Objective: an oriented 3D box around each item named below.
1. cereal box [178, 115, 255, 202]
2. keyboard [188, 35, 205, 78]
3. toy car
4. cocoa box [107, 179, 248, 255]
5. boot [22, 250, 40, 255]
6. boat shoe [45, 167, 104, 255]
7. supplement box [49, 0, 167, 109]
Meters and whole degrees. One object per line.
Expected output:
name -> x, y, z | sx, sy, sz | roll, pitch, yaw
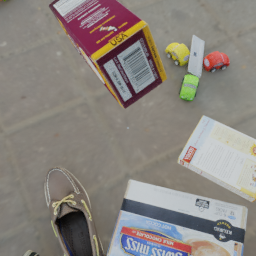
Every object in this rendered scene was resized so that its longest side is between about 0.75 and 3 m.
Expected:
cereal box -> 1.755, 0.505, 5.002 | 1.433, 0.283, 1.031 | 28, 68, 19
keyboard -> 1.998, -2.114, 8.164 | 0.437, 0.083, 1.553 | 23, 57, -13
toy car -> 1.868, -1.612, 7.918 | 1.917, 0.428, 1.804 | 15, 68, 7
cocoa box -> 0.965, 2.123, 5.446 | 2.237, 1.492, 1.468 | 10, 65, 17
boot -> -1.537, 3.641, 5.341 | 1.691, 0.808, 2.238 | 10, 72, 2
boat shoe -> -1.237, 1.932, 6.122 | 0.927, 0.768, 2.581 | -22, 67, -10
supplement box -> -0.456, -1.735, 5.541 | 1.057, 1.361, 2.467 | -35, 51, -2
